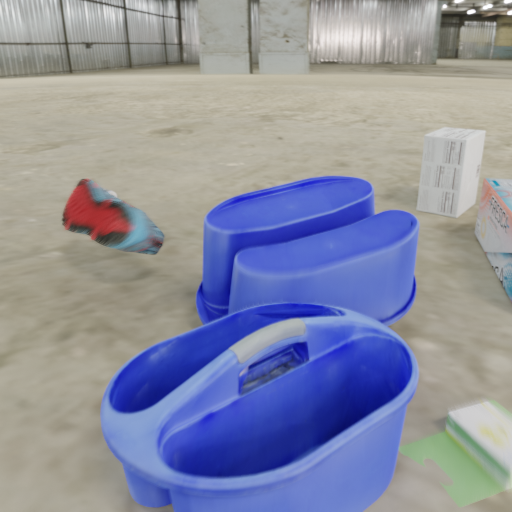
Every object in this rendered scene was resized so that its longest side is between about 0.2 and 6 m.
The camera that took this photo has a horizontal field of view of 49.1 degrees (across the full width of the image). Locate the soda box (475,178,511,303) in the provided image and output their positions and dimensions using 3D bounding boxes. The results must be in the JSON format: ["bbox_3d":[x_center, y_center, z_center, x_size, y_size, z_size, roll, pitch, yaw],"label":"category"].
[{"bbox_3d":[4.682,-0.285,9.528,1.137,1.223,3.576,4,23,9],"label":"soda box"}]

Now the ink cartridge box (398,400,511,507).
[{"bbox_3d":[2.173,1.918,5.535,1.234,0.296,0.898,-7,24,-21],"label":"ink cartridge box"}]

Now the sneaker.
[{"bbox_3d":[-2.380,-0.526,9.319,2.311,0.917,1.104,31,2,43],"label":"sneaker"}]

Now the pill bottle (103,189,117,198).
[{"bbox_3d":[-3.638,-1.454,13.512,0.551,0.313,0.313,20,30,40],"label":"pill bottle"}]

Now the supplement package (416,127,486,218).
[{"bbox_3d":[4.447,-1.943,12.807,0.970,1.750,1.363,16,28,33],"label":"supplement package"}]

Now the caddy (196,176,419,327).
[{"bbox_3d":[0.725,0.193,7.773,3.214,1.687,2.272,-15,39,-19],"label":"caddy"}]

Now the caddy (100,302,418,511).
[{"bbox_3d":[0.096,1.356,5.180,3.018,1.584,2.134,-18,30,-37],"label":"caddy"}]
